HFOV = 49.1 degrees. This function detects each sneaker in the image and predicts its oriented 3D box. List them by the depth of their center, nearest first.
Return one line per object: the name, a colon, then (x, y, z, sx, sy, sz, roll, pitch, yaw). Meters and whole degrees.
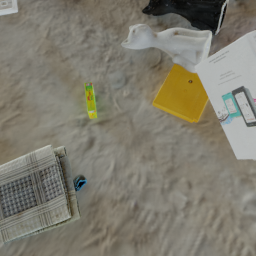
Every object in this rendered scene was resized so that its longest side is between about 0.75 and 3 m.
sneaker: (-1.468, 1.581, 7.406, 0.871, 0.319, 0.357, -42, 29, -17)

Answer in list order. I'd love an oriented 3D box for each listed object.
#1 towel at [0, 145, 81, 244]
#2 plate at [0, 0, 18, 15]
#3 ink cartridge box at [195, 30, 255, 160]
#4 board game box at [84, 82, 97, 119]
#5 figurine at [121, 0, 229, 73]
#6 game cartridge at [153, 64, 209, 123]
towel: (-2.420, 1.633, 7.243, 2.183, 0.377, 2.102, -20, 65, 1)
plate: (-4.688, -4.679, 10.634, 0.916, 0.148, 0.914, -13, 64, -6)
ink cartridge box: (2.533, -0.652, 4.984, 1.495, 1.488, 2.038, -26, 92, -19)
board game box: (-1.134, -0.838, 8.550, 0.237, 0.506, 0.996, -9, 64, -3)
figurine: (1.528, -3.490, 9.566, 2.917, 1.287, 2.989, 20, 64, 19)
game cartridge: (1.791, -1.102, 8.839, 1.493, 0.275, 1.694, 26, 69, 12)
